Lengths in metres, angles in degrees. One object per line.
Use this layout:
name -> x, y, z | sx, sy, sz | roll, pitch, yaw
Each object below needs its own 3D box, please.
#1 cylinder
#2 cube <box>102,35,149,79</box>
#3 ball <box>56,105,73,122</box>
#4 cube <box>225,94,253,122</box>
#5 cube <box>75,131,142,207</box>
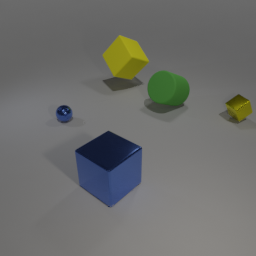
cylinder -> 1.798, -1.722, 12.350 | 1.400, 1.400, 1.400 | 26, 14, 34
cube -> -0.115, -3.413, 13.735 | 1.400, 1.400, 1.400 | -2, 58, -51
ball -> -2.673, -0.615, 11.731 | 0.700, 0.700, 0.700 | 0, 33, 0
cube -> 4.604, -0.838, 11.618 | 0.700, 0.700, 0.700 | -35, 37, -1
cube -> -0.546, 1.161, 8.346 | 1.400, 1.400, 1.400 | 25, 41, 34
